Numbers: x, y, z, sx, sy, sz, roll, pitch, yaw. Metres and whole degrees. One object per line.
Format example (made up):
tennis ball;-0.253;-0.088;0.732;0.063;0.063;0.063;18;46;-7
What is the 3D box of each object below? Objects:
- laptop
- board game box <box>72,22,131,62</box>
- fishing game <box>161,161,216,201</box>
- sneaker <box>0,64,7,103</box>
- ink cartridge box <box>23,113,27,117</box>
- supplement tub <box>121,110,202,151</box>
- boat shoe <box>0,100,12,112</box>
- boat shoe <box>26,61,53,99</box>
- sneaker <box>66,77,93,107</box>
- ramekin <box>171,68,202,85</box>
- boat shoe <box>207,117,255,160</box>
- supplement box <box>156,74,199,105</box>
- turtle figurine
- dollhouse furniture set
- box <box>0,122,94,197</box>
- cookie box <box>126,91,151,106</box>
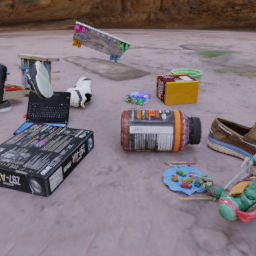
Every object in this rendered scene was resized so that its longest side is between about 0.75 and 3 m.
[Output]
laptop;-3.207;-0.594;10.617;1.742;1.966;1.015;3;-11;5
board game box;-0.987;-2.865;9.613;1.844;0.239;1.844;18;-5;-14
fishing game;1.541;1.303;7.465;1.277;0.277;1.784;2;24;-1
sneaker;-3.548;-0.974;6.830;0.923;0.800;2.230;10;-17;-29
ink cartridge box;-3.497;-0.830;11.739;1.623;0.546;0.943;3;26;5
supplement tub;1.022;0.076;8.871;2.462;1.317;1.317;1;25;1
boat shoe;-5.843;-0.908;11.931;1.637;0.542;0.572;-10;26;-21
boat shoe;-2.462;-1.227;7.661;0.518;0.649;1.717;-32;37;5
sneaker;-2.089;-1.620;13.252;1.049;0.967;2.623;14;32;5
ramekin;3.230;-2.731;15.567;1.679;0.820;1.679;0;25;0
boat shoe;3.866;0.404;8.418;2.983;1.080;1.078;15;28;29
supplement box;2.317;-1.885;13.439;1.562;1.051;1.583;-5;25;-11
turtle figurine;2.583;1.275;6.297;2.769;1.394;2.073;-18;-9;-38
dollhouse furniture set;-4.810;-2.405;13.072;1.900;1.911;2.712;12;17;25
box;-2.570;0.747;8.229;2.242;0.609;2.799;7;26;16
cookie box;0.495;-1.417;13.264;0.945;0.355;0.808;15;29;30
